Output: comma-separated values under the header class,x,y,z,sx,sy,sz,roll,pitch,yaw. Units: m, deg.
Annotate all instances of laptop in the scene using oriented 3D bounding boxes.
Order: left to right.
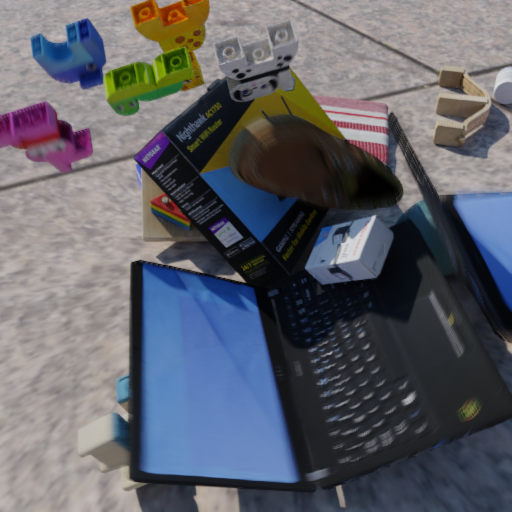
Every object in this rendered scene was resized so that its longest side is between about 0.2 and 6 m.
class,x,y,z,sx,sy,sz,roll,pitch,yaw
laptop,0.468,0.778,6.168,3.334,1.722,2.955,-27,43,13
laptop,3.194,-0.422,7.075,1.524,2.951,2.615,-28,47,19

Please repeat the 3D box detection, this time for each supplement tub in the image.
class,x,y,z,sx,sy,sz,roll,pitch,yaw
supplement tub,5.899,-3.986,13.108,0.583,0.583,0.884,16,43,17

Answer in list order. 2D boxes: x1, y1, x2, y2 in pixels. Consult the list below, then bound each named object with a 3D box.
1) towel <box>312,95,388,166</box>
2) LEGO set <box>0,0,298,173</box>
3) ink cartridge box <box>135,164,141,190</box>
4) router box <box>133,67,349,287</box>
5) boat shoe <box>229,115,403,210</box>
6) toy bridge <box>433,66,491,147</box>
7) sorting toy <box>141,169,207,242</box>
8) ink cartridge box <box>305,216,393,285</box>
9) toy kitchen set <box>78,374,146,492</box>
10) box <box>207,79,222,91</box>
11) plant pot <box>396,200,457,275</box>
class,x,y,z,sx,sy,sz,roll,pitch,yaw
towel,1.743,-2.537,11.658,1.992,0.315,2.766,8,43,6
LEGO set,-1.467,-2.494,7.965,4.116,1.689,1.570,-15,72,6
ink cartridge box,-0.874,-1.394,10.123,2.373,0.525,1.115,-14,43,-16
router box,0.092,-1.548,8.876,2.626,0.899,3.520,48,44,-14
boat shoe,1.017,-1.228,7.856,3.022,1.087,1.027,-2,27,-44
toy bridge,4.587,-3.332,12.442,1.123,0.455,3.340,10,42,12
sorting toy,-1.033,-1.097,9.120,1.640,0.574,1.650,-1,67,-11
ink cartridge box,1.151,-0.057,6.986,0.938,0.393,0.681,-12,44,52
toy kitchen set,-1.265,1.587,6.034,0.840,1.143,1.426,-25,42,4
box,-0.309,-3.092,11.782,1.350,0.953,0.532,15,42,18
plant pot,2.688,-0.389,8.653,1.230,0.828,1.230,-1,35,0
